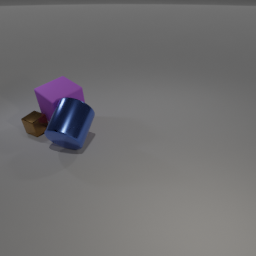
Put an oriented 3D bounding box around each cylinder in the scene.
[{"bbox_3d":[-2.059,-0.142,10.008,1.400,1.400,1.400,9,64,18],"label":"cylinder"}]

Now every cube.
[{"bbox_3d":[-3.715,-0.176,11.278,0.700,0.700,0.700,18,43,30],"label":"cube"},{"bbox_3d":[-2.707,-1.039,11.398,1.400,1.400,1.400,-33,48,-30],"label":"cube"}]
